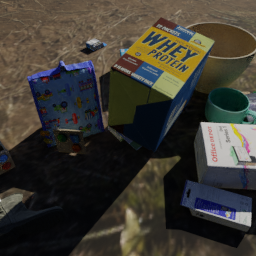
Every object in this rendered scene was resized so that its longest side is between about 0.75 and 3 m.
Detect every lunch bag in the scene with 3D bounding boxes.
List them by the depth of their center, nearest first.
[{"bbox_3d":[-1.996,-0.915,9.219,2.037,2.706,1.273,-16,47,-16],"label":"lunch bag"}]

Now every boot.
[{"bbox_3d":[-2.826,2.211,7.529,2.013,0.681,1.315,-17,43,-18],"label":"boot"}]

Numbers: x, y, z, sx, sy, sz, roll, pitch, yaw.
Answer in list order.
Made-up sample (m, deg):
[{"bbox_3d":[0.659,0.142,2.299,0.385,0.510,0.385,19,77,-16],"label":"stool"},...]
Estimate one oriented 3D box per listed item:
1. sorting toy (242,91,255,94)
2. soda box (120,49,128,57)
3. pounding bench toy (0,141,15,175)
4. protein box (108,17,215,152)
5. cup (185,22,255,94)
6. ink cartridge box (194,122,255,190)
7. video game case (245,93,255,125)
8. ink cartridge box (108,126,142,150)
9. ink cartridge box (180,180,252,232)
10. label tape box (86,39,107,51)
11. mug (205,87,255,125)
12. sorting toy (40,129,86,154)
[{"bbox_3d":[4.426,-1.053,11.087,1.780,0.301,0.858,-2,44,-2],"label":"sorting toy"},{"bbox_3d":[0.159,-2.506,12.189,0.783,0.828,2.441,-5,45,-5],"label":"soda box"},{"bbox_3d":[-4.358,1.021,8.597,1.330,0.826,1.037,-29,52,-27],"label":"pounding bench toy"},{"bbox_3d":[0.952,-1.337,9.017,1.921,2.827,2.847,30,58,14],"label":"protein box"},{"bbox_3d":[3.452,-2.678,11.432,2.965,2.120,2.965,0,45,0],"label":"cup"},{"bbox_3d":[3.447,0.842,8.592,2.523,1.060,1.827,3,45,3],"label":"ink cartridge box"},{"bbox_3d":[4.802,-0.682,10.522,1.028,0.136,1.438,-10,61,-7],"label":"video game case"},{"bbox_3d":[0.132,0.140,9.857,1.034,0.341,1.421,-34,67,-29],"label":"ink cartridge box"},{"bbox_3d":[2.429,2.130,7.802,1.867,0.366,0.928,16,47,13],"label":"ink cartridge box"},{"bbox_3d":[-1.625,-4.349,14.461,0.648,0.299,0.904,33,55,29],"label":"label tape box"},{"bbox_3d":[3.552,-0.531,10.012,1.409,1.061,1.715,-10,46,-11],"label":"mug"},{"bbox_3d":[-2.079,0.450,8.966,1.407,1.049,0.188,4,41,10],"label":"sorting toy"}]
